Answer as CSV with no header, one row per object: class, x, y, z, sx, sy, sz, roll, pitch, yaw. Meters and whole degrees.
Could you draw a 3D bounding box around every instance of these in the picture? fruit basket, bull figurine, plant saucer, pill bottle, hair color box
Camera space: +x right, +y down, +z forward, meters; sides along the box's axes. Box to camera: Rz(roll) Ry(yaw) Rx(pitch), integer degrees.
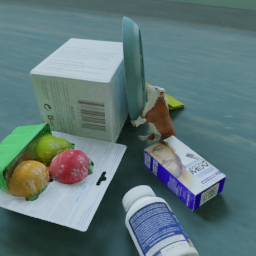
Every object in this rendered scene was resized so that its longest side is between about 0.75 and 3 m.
fruit basket,-1.601,0.933,6.006,2.597,1.217,2.405,14,38,10
bull figurine,0.671,-0.192,7.111,1.082,1.782,0.580,-31,34,-4
plant saucer,0.234,-1.534,7.792,0.407,2.973,2.973,-4,37,5
pill bottle,0.494,1.860,5.118,0.895,0.895,1.613,-14,40,-17
hair color box,1.256,0.972,6.538,0.956,0.567,1.750,-23,41,-26

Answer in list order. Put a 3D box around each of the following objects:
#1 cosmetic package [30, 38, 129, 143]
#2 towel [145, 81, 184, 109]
cosmetic package,-1.063,-1.076,7.941,2.061,2.073,2.478,8,37,12
towel,0.935,-1.165,9.358,0.823,0.173,1.912,-16,42,-44
